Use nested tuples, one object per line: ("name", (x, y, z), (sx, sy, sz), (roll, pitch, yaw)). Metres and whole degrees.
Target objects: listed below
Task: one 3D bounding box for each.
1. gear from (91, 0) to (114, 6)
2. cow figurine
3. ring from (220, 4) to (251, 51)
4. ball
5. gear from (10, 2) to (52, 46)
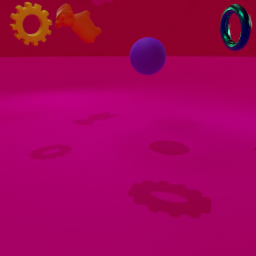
("gear", (-0.154, -2.910, 5.557), (1.337, 0.247, 1.337), (-20, 37, 16))
("cow figurine", (-1.936, -3.960, 10.824), (0.934, 1.701, 1.674), (-29, 18, 33))
("ring", (2.726, -2.554, 7.169), (0.232, 1.159, 1.159), (-14, 18, -10))
("ball", (0.544, -1.955, 7.662), (1.001, 1.001, 1.001), (0, 16, 0))
("gear", (-2.594, -2.779, 7.530), (1.066, 1.066, 0.197), (-12, 34, -37))
